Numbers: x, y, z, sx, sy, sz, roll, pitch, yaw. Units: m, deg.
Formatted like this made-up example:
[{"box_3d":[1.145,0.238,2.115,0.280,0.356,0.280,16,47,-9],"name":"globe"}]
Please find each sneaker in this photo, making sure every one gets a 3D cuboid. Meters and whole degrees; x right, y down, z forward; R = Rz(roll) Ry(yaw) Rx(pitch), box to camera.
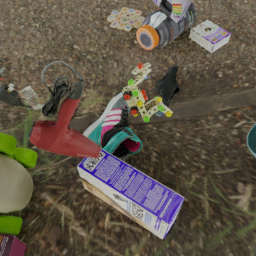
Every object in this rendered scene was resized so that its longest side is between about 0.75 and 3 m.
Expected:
[{"box_3d":[1.671,-1.645,10.749,0.904,0.521,1.734,33,67,21],"name":"sneaker"},{"box_3d":[-0.145,-0.004,9.143,1.713,1.187,2.838,28,68,24],"name":"sneaker"}]

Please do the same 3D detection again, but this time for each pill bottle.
[{"box_3d":[1.604,-4.460,12.082,1.466,1.466,2.760,36,62,22],"name":"pill bottle"}]

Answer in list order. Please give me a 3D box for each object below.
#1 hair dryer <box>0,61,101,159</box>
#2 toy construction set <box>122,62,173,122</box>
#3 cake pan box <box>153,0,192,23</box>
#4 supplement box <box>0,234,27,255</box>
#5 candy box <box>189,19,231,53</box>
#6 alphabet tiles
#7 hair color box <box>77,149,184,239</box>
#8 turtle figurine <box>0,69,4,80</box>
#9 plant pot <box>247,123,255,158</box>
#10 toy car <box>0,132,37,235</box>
[{"box_3d":[-1.521,-0.092,6.396,2.086,2.739,0.744,-12,46,27],"name":"hair dryer"},{"box_3d":[0.404,-0.782,6.733,0.968,1.476,0.680,-21,21,7],"name":"toy construction set"},{"box_3d":[1.367,-4.008,8.569,0.324,1.239,1.141,-41,85,-19],"name":"cake pan box"},{"box_3d":[-3.677,3.138,7.125,1.778,0.981,0.761,5,56,4],"name":"supplement box"},{"box_3d":[3.617,-4.092,12.425,1.150,0.490,1.371,-34,63,-21],"name":"candy box"},{"box_3d":[-0.080,-5.205,13.419,1.696,0.124,1.659,18,58,12],"name":"alphabet tiles"},{"box_3d":[0.027,1.777,7.731,2.794,1.527,0.906,30,61,19],"name":"hair color box"},{"box_3d":[-5.309,-2.128,11.077,0.737,0.495,0.984,-19,41,-29],"name":"turtle figurine"},{"box_3d":[4.994,0.640,8.316,2.311,1.557,2.311,-31,23,15],"name":"plant pot"},{"box_3d":[-4.329,1.537,7.704,2.845,2.245,2.337,-1,65,13],"name":"toy car"}]
